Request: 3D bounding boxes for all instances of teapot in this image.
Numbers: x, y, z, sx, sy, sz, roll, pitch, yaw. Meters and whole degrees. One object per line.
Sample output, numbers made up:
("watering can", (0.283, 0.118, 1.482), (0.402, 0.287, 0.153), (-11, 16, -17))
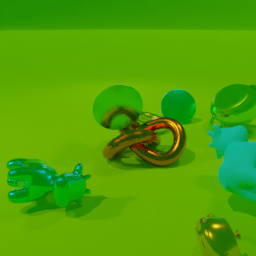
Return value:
("teapot", (1.168, 1.438, 3.507), (0.517, 0.657, 1.056), (-19, 20, 2))
("teapot", (3.005, -0.578, 7.646), (2.049, 1.003, 1.274), (-39, 33, 2))

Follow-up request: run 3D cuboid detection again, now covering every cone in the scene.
("cone", (-0.337, -0.702, 6.311), (1.083, 1.083, 1.087), (-5, 34, -14))
("cone", (1.484, -0.590, 8.969), (1.086, 1.086, 1.090), (-2, -5, -4))

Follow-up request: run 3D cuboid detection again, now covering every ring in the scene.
("ring", (0.577, -0.191, 8.032), (1.215, 0.243, 1.215), (12, 20, -4))

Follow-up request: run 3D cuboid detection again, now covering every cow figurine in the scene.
("cow figurine", (1.856, 0.533, 4.846), (1.417, 0.790, 1.440), (13, 40, 41))
("cow figurine", (-1.367, 0.888, 4.805), (1.310, 0.731, 1.331), (-1, 11, -24))

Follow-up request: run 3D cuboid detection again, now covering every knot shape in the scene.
("knot shape", (0.436, 0.236, 6.348), (1.754, 0.866, 1.875), (7, 22, 17))
